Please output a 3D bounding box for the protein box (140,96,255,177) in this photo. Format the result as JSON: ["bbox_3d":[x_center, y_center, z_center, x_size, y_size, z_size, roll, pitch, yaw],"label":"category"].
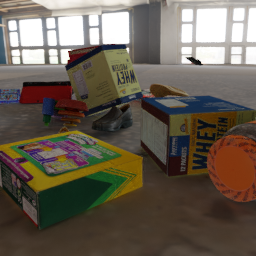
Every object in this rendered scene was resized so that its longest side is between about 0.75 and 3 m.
[{"bbox_3d":[1.550,0.056,6.860,2.026,1.377,2.041,-4,16,-13],"label":"protein box"}]

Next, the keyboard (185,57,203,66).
[{"bbox_3d":[2.929,-2.910,12.228,0.914,0.117,0.549,14,-1,-43],"label":"keyboard"}]

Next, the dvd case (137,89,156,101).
[{"bbox_3d":[1.244,-1.769,15.258,2.097,0.316,2.873,-9,20,-30],"label":"dvd case"}]

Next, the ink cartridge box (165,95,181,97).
[{"bbox_3d":[2.036,-0.982,12.308,1.648,0.513,2.047,11,24,33],"label":"ink cartridge box"}]

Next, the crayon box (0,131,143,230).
[{"bbox_3d":[-1.282,0.783,5.551,2.097,0.708,2.431,-11,20,-39],"label":"crayon box"}]

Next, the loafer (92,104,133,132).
[{"bbox_3d":[-0.502,-0.343,9.124,0.763,0.758,2.096,9,13,23],"label":"loafer"}]

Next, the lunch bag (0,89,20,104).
[{"bbox_3d":[-5.977,-1.489,14.073,0.952,0.595,1.264,-3,28,-14],"label":"lunch bag"}]

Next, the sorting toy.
[{"bbox_3d":[-2.387,-0.495,10.071,1.409,0.963,2.346,8,-3,-31],"label":"sorting toy"}]

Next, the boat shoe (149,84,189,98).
[{"bbox_3d":[2.043,-1.700,13.772,2.010,0.741,0.695,21,26,4],"label":"boat shoe"}]

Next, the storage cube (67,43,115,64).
[{"bbox_3d":[-1.429,-2.586,13.371,2.688,2.416,2.298,-11,22,-11],"label":"storage cube"}]

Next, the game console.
[{"bbox_3d":[-4.233,-1.650,14.964,2.561,1.520,2.207,-2,-15,-7],"label":"game console"}]

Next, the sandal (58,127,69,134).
[{"bbox_3d":[-1.787,0.197,8.094,0.494,0.443,1.348,-10,19,-31],"label":"sandal"}]

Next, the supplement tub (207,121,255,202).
[{"bbox_3d":[2.667,0.510,5.253,2.300,1.409,1.409,-11,19,-32],"label":"supplement tub"}]

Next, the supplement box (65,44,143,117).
[{"bbox_3d":[-0.932,-1.788,10.790,2.148,2.145,1.442,-16,5,39],"label":"supplement box"}]
